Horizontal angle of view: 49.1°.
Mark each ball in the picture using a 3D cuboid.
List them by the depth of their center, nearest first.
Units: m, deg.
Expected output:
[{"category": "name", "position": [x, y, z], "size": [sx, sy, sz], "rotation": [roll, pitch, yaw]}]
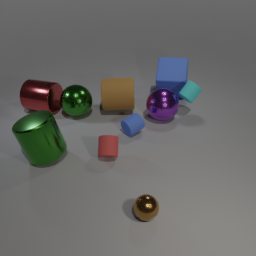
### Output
[{"category": "ball", "position": [0.499, 2.162, 7.633], "size": [0.700, 0.700, 0.700], "rotation": [0, 32, 0]}, {"category": "ball", "position": [1.470, -0.996, 11.926], "size": [1.400, 1.400, 1.400], "rotation": [0, 32, 0]}, {"category": "ball", "position": [-2.248, -1.192, 12.199], "size": [1.400, 1.400, 1.400], "rotation": [0, 32, 0]}]

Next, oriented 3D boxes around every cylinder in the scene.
[{"category": "cylinder", "position": [-2.999, 0.322, 9.593], "size": [1.400, 1.400, 1.400], "rotation": [-13, 31, 8]}, {"category": "cylinder", "position": [-0.687, 0.643, 9.776], "size": [0.700, 0.700, 0.700], "rotation": [1, -11, 0]}, {"category": "cylinder", "position": [0.184, -0.142, 11.085], "size": [0.700, 0.700, 0.700], "rotation": [-31, 43, -24]}, {"category": "cylinder", "position": [2.626, -1.518, 11.830], "size": [0.700, 0.700, 0.700], "rotation": [37, 3, -2]}, {"category": "cylinder", "position": [-0.427, -1.506, 12.420], "size": [1.400, 1.400, 1.400], "rotation": [-2, 32, 2]}, {"category": "cylinder", "position": [-3.856, -1.423, 12.596], "size": [1.400, 1.400, 1.400], "rotation": [10, 34, 15]}]

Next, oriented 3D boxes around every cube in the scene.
[{"category": "cube", "position": [2.159, -2.444, 13.667], "size": [1.400, 1.400, 1.400], "rotation": [5, 65, 12]}]
